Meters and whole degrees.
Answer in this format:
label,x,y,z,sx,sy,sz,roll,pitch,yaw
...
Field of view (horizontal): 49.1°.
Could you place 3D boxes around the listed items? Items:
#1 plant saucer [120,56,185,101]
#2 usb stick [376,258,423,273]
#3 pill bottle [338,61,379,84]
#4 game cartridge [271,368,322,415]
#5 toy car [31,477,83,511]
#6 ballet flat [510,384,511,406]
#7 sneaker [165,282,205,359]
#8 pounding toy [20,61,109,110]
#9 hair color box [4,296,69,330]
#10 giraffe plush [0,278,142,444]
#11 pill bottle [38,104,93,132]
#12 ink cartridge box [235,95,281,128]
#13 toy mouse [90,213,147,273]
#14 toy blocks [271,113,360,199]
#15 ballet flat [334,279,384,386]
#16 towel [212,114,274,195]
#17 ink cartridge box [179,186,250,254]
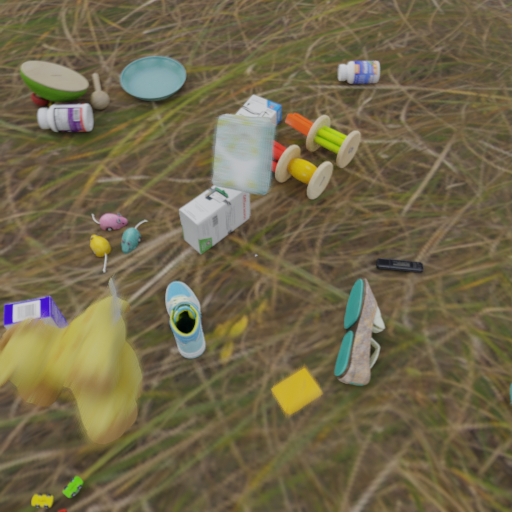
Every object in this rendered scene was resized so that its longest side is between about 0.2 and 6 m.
label,x,y,z,sx,sy,sz,roll,pitch,yaw
plant saucer,-2.629,-4.492,14.382,1.663,0.299,1.663,0,55,-1
usb stick,2.876,0.194,11.254,0.932,0.152,0.258,5,49,4
pill bottle,2.627,-4.713,14.383,0.978,0.548,0.548,-2,56,-1
game cartridge,0.444,1.490,6.149,0.450,0.073,0.397,-31,39,-6
toy car,-2.999,3.807,8.758,0.780,0.174,0.734,32,61,19
ballet flat,4.822,3.034,9.072,0.814,0.814,2.268,-5,58,-3
sneaker,-1.319,0.943,10.190,0.641,1.052,1.612,-17,57,-10
pounding toy,-4.808,-3.984,13.831,2.019,0.937,1.558,2,37,-34
hair color box,-3.748,1.269,9.750,0.766,1.402,0.454,-10,56,-7
giraffe plush,-2.528,1.399,7.313,1.642,1.747,2.024,-8,89,0
pill bottle,-4.537,-3.276,13.333,1.151,0.641,0.641,-1,56,-1
ink cartridge box,-0.019,-3.232,13.407,0.823,0.475,1.127,25,59,16
toy mouse,-2.868,-0.525,11.662,1.304,0.284,1.467,-26,59,-17
toy blocks,0.782,-2.593,12.708,2.498,0.907,2.082,32,62,20
ballet flat,1.941,1.411,10.201,0.697,0.705,2.073,23,62,-9
towel,-0.239,-1.861,10.169,1.175,1.373,0.331,17,16,37
ink cartridge box,-0.818,-0.854,11.448,1.393,1.018,0.588,-39,63,-24
